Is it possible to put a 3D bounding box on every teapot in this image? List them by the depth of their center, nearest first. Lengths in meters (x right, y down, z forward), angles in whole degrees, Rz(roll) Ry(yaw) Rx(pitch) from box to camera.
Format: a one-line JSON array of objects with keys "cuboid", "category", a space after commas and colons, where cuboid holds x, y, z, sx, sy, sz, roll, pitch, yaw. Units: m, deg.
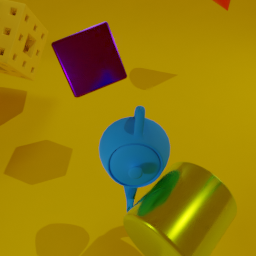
[{"cuboid": [0.083, 0.406, 3.625, 0.950, 1.528, 0.748, 4, 28, -2], "category": "teapot"}]

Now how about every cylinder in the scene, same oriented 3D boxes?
[{"cuboid": [0.665, 1.162, 3.612, 1.064, 1.064, 1.064, 32, 56, 28], "category": "cylinder"}]

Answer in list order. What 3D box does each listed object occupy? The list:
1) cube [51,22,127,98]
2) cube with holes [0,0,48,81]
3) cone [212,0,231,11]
[{"cuboid": [-0.677, -1.217, 4.942, 0.957, 0.957, 0.957, -22, 20, -2], "category": "cube"}, {"cuboid": [-3.048, -2.160, 6.881, 1.399, 1.399, 1.399, 14, 85, 6], "category": "cube with holes"}, {"cuboid": [2.524, -3.710, 7.585, 1.325, 1.330, 1.325, -19, 49, 24], "category": "cone"}]
